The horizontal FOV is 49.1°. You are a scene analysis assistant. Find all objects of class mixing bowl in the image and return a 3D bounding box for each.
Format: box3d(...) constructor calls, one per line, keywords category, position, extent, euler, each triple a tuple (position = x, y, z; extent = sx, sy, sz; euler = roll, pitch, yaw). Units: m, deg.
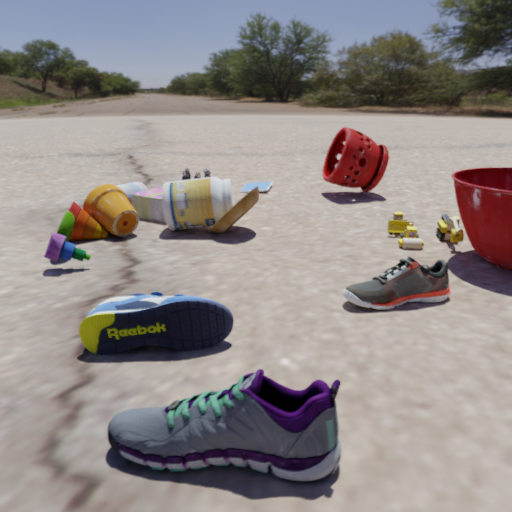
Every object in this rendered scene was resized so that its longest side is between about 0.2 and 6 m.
box3d(category="mixing bowl", position=(4.727, -0.595, 9.643), extent=(2.780, 1.506, 2.780), euler=(1, 18, 0))

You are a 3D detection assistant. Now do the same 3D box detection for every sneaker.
box3d(category="sneaker", position=(-1.185, 0.747, 6.854), extent=(1.811, 0.670, 0.745), euler=(-1, 16, -5))
box3d(category="sneaker", position=(2.031, 0.324, 8.099), extent=(1.677, 0.687, 0.646), euler=(-6, 19, -18))
box3d(category="sneaker", position=(-0.279, 1.294, 4.747), extent=(2.008, 0.879, 0.747), euler=(2, 18, 6))

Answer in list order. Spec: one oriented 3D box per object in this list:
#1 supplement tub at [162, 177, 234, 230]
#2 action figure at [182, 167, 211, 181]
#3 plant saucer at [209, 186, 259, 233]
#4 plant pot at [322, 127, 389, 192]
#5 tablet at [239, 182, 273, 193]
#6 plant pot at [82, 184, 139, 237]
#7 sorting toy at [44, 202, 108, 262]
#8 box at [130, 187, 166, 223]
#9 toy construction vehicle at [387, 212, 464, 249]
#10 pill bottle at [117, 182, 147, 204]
box3d(category="supplement tub", position=(-1.189, -1.105, 11.747), extent=(1.415, 1.024, 1.024), euler=(-6, 18, 1))
box3d(category="action figure", position=(-1.744, -2.183, 15.996), extent=(0.819, 0.703, 1.378), euler=(5, 13, -20))
box3d(category="plant saucer", position=(-0.392, -0.898, 11.635), extent=(1.381, 0.244, 1.381), euler=(-42, 2, 2))
box3d(category="plant pot", position=(2.736, -2.546, 15.250), extent=(1.412, 1.551, 1.551), euler=(19, 15, -10))
box3d(category="tablet", position=(0.015, -1.993, 16.289), extent=(0.824, 0.086, 1.266), euler=(-2, 18, 10))
box3d(category="plant pot", position=(-2.922, -0.856, 11.563), extent=(0.985, 0.985, 0.901), euler=(-16, 39, -41))
box3d(category="sorting toy", position=(-3.252, -0.327, 10.417), extent=(0.864, 0.869, 2.508), euler=(20, 11, -15))
box3d(category="box", position=(-2.149, -1.204, 13.095), extent=(1.167, 0.564, 1.026), euler=(13, 22, 33))
box3d(category="toy construction vehicle", position=(3.346, -0.585, 11.166), extent=(1.376, 0.557, 1.580), euler=(3, 18, 9))
box3d(category="pill bottle", position=(-3.205, -1.331, 13.276), extent=(0.692, 0.692, 1.272), euler=(13, 22, 36))
